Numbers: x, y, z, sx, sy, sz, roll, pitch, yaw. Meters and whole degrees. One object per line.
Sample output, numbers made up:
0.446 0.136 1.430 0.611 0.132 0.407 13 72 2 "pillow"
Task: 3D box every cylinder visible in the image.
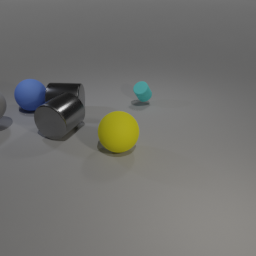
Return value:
0.680 -1.680 12.939 0.700 0.700 0.700 -10 61 19 "cylinder"
-2.678 -1.236 12.073 1.400 1.400 1.400 2 28 3 "cylinder"
-2.568 -0.470 10.648 1.400 1.400 1.400 11 30 20 "cylinder"

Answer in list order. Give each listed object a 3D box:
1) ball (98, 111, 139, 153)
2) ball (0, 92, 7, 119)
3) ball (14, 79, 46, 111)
-0.320 0.127 9.463 1.400 1.400 1.400 0 28 0 "ball"
-5.357 -0.864 10.588 1.400 1.400 1.400 0 28 0 "ball"
-4.314 -1.474 12.478 1.400 1.400 1.400 0 28 0 "ball"
